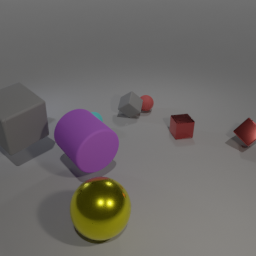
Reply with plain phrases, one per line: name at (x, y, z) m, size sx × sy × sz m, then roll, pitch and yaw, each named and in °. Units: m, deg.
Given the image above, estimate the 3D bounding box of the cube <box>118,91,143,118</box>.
cube at (0.106, -0.978, 11.735) m, size 0.700 × 0.700 × 0.700 m, roll -24°, pitch 41°, yaw 40°

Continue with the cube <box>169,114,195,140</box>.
cube at (2.021, -0.060, 10.546) m, size 0.700 × 0.700 × 0.700 m, roll -6°, pitch 30°, yaw -11°

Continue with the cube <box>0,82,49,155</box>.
cube at (-3.460, -0.317, 8.597) m, size 1.400 × 1.400 × 1.400 m, roll 34°, pitch 48°, yaw 27°

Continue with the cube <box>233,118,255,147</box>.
cube at (4.149, 0.159, 9.619) m, size 0.700 × 0.700 × 0.700 m, roll 51°, pitch 15°, yaw 21°

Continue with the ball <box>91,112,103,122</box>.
ball at (-1.329, -0.272, 10.859) m, size 0.700 × 0.700 × 0.700 m, roll 0°, pitch 29°, yaw 0°

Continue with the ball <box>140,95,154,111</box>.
ball at (0.779, -1.097, 12.296) m, size 0.700 × 0.700 × 0.700 m, roll 0°, pitch 29°, yaw 0°

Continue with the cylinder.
cylinder at (-1.211, 0.349, 8.124) m, size 1.400 × 1.400 × 1.400 m, roll -20°, pitch 40°, yaw -32°

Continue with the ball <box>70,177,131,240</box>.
ball at (-0.624, 1.824, 6.417) m, size 1.400 × 1.400 × 1.400 m, roll 0°, pitch 29°, yaw 0°
